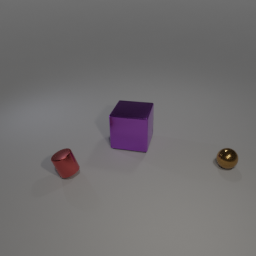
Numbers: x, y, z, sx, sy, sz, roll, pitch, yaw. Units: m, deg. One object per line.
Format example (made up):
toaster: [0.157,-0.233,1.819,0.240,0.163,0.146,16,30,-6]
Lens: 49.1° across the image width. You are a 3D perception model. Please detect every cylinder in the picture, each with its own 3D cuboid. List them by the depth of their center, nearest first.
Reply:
cylinder: [-2.017,1.130,9.035,0.700,0.700,0.700,-18,25,9]

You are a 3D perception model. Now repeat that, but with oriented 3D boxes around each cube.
cube: [0.169,-0.103,10.582,1.400,1.400,1.400,6,30,12]

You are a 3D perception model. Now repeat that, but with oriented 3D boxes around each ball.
ball: [3.332,1.016,9.397,0.700,0.700,0.700,0,30,0]
